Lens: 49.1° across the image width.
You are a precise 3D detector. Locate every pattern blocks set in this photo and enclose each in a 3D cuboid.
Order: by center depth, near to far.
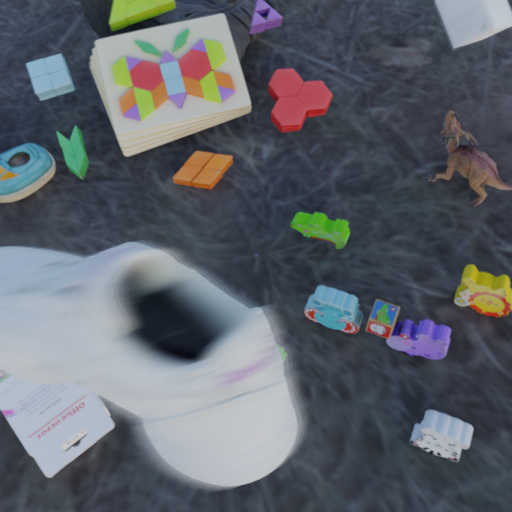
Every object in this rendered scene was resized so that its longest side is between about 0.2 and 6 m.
[{"bbox_3d":[-1.382,-2.929,9.364,4.404,0.357,3.871,-30,79,-8],"label":"pattern blocks set"}]

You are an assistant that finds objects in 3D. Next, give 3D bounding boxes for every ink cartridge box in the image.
[{"bbox_3d":[-2.508,1.829,6.889,0.978,0.562,1.670,-36,64,-21],"label":"ink cartridge box"}]

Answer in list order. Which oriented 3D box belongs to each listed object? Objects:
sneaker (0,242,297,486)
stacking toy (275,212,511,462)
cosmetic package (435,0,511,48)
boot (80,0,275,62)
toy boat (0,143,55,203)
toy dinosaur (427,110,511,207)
[{"bbox_3d":[-1.001,0.312,3.712,2.867,1.428,1.073,18,47,25],"label":"sneaker"},{"bbox_3d":[1.564,0.899,7.456,3.250,0.764,2.450,20,58,15],"label":"stacking toy"},{"bbox_3d":[2.459,-3.269,6.589,1.900,0.491,1.433,-35,105,-53],"label":"cosmetic package"},{"bbox_3d":[-1.474,-4.651,10.842,3.331,1.163,2.193,28,60,4],"label":"boot"},{"bbox_3d":[-4.063,-1.529,8.976,1.498,0.696,1.259,39,66,22],"label":"toy boat"},{"bbox_3d":[3.367,-1.465,8.721,1.564,1.060,0.671,39,65,21],"label":"toy dinosaur"}]
